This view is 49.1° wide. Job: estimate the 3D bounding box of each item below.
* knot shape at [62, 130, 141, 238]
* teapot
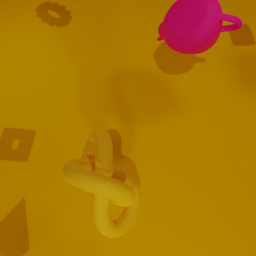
[{"bbox_3d":[-0.389,0.854,4.437,0.820,1.661,1.775,-27,78,1],"label":"knot shape"},{"bbox_3d":[1.340,-2.107,5.908,2.032,0.995,1.264,6,81,37],"label":"teapot"}]
